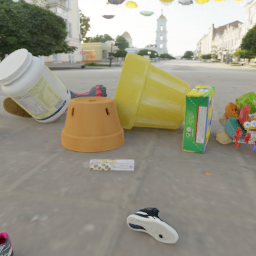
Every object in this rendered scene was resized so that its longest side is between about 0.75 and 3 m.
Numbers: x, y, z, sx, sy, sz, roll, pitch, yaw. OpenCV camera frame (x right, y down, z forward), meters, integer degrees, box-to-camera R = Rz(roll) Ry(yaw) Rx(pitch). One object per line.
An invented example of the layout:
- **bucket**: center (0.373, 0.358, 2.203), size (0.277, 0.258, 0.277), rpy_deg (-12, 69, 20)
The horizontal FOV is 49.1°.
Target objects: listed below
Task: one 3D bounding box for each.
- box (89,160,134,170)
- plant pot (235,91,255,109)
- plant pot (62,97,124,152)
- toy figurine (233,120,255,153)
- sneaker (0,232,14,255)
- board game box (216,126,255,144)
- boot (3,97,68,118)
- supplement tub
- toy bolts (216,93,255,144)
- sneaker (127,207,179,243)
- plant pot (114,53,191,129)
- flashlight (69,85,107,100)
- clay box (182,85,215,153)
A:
- **box**: center (-0.380, 0.877, 6.658), size (1.063, 0.206, 0.220), rpy_deg (0, 15, 2)
- **plant pot**: center (5.875, -1.314, 14.000), size (0.848, 0.881, 0.881), rpy_deg (-12, 15, 1)
- **plant pot**: center (-1.064, -0.207, 8.557), size (1.934, 1.353, 1.934), rpy_deg (1, 14, 0)
- **toy figurine**: center (3.912, 0.579, 7.287), size (2.016, 1.064, 1.208), rpy_deg (-1, 44, -1)
- **sneaker**: center (-1.675, 1.658, 3.447), size (0.355, 0.329, 0.880), rpy_deg (-3, 15, -9)
- **board game box**: center (3.662, 0.234, 9.033), size (1.438, 0.246, 0.967), rpy_deg (7, 16, 24)
- **boot**: center (-4.294, -1.184, 12.988), size (2.697, 0.982, 2.096), rpy_deg (-4, 15, -21)
- **supplement tub**: center (-3.574, -1.561, 10.679), size (1.798, 2.480, 1.798), rpy_deg (-17, 48, 21)
- **toy bolts**: center (3.612, 0.030, 8.752), size (1.329, 1.830, 1.916), rpy_deg (-40, -8, 34)
- **sneaker**: center (0.457, 1.434, 4.321), size (0.862, 0.315, 0.482), rpy_deg (9, 18, 35)
- **plant pot**: center (0.805, -1.077, 10.033), size (2.466, 2.621, 2.621), rpy_deg (16, 15, -1)
- **flashlight**: center (-2.502, -1.895, 15.825), size (2.760, 0.938, 0.934), rpy_deg (-12, 14, -39)
- **clay box**: center (2.300, -0.428, 8.839), size (0.674, 1.626, 2.830), rpy_deg (6, 17, 20)
